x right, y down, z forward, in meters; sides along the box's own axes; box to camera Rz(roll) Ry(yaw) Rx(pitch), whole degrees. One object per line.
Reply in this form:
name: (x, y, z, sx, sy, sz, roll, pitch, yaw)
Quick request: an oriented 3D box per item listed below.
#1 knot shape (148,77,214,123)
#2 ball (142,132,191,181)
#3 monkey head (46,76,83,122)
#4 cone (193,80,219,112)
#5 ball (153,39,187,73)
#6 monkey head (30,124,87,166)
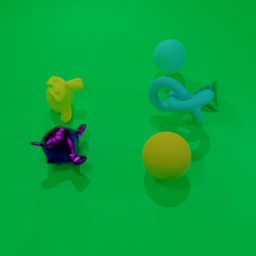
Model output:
knot shape: (1.611, -0.775, 7.939, 1.908, 1.786, 0.882, 19, 90, -20)
ball: (0.974, 0.713, 7.109, 1.227, 1.227, 1.227, 0, 54, 0)
monkey head: (-1.924, -1.046, 8.629, 1.177, 0.986, 1.636, -14, 59, -7)
cone: (2.670, -0.900, 8.910, 0.892, 0.892, 0.895, -25, 84, -17)
ball: (1.388, -2.373, 9.310, 1.094, 1.094, 1.094, 0, 54, 0)
monkey head: (-1.632, 0.465, 7.340, 1.217, 1.019, 1.692, 9, 23, 43)
